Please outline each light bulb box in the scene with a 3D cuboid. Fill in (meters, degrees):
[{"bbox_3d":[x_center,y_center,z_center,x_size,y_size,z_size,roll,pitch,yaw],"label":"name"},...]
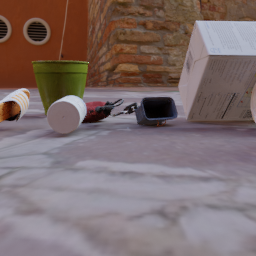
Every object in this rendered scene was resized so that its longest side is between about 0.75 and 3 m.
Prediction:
[{"bbox_3d":[3.321,-1.699,8.808,2.795,2.771,1.744,0,53,-5],"label":"light bulb box"}]

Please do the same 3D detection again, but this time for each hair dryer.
[{"bbox_3d":[-1.004,-0.626,8.647,2.427,0.659,1.849,-13,-8,23],"label":"hair dryer"}]

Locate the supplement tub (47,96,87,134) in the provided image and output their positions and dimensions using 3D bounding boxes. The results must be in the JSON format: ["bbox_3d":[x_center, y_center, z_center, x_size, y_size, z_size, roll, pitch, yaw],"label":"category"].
[{"bbox_3d":[-1.555,-0.380,7.282,0.845,0.845,1.281,0,13,-1],"label":"supplement tub"}]

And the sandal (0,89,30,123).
[{"bbox_3d":[-3.168,-0.444,7.584,0.537,0.718,1.874,17,34,16],"label":"sandal"}]

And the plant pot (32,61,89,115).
[{"bbox_3d":[-2.543,-1.500,10.772,2.102,2.024,2.102,0,9,0],"label":"plant pot"}]

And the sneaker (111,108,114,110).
[{"bbox_3d":[-0.946,-1.025,12.962,0.919,0.337,0.376,7,12,37],"label":"sneaker"}]

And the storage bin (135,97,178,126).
[{"bbox_3d":[0.811,-0.415,8.544,1.153,0.839,0.775,-5,-17,-26],"label":"storage bin"}]

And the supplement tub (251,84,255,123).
[{"bbox_3d":[4.662,-0.698,7.454,2.195,1.592,1.592,0,10,-4],"label":"supplement tub"}]
